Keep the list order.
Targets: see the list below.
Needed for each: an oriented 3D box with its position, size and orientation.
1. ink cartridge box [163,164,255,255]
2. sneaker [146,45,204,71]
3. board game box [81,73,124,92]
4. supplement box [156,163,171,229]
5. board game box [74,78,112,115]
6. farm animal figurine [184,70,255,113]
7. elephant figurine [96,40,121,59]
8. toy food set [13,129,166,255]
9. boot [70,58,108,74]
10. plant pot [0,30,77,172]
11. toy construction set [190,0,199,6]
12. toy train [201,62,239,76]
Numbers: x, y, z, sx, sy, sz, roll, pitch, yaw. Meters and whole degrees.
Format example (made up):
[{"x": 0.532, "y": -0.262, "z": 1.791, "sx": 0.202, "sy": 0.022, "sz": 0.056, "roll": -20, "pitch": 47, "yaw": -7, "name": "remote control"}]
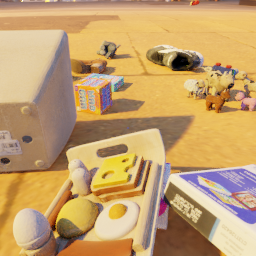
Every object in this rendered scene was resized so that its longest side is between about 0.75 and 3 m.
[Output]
[{"x": 2.114, "y": 1.301, "z": 3.798, "sx": 2.414, "sy": 0.567, "sz": 2.386, "roll": 4, "pitch": 19, "yaw": -40, "name": "ink cartridge box"}, {"x": 1.827, "y": -2.990, "z": 11.980, "sx": 2.616, "sy": 0.869, "sz": 1.184, "roll": 17, "pitch": 29, "yaw": 26, "name": "sneaker"}, {"x": -0.896, "y": -1.631, "z": 9.976, "sx": 1.269, "sy": 0.286, "sz": 0.965, "roll": 10, "pitch": 29, "yaw": 18, "name": "board game box"}, {"x": 0.404, "y": 1.043, "z": 4.539, "sx": 0.527, "sy": 0.538, "sz": 1.041, "roll": 4, "pitch": 29, "yaw": 7, "name": "supplement box"}, {"x": -0.979, "y": -0.934, "z": 8.084, "sx": 0.782, "sy": 0.782, "sz": 0.783, "roll": 10, "pitch": 29, "yaw": 19, "name": "board game box"}, {"x": 3.019, "y": -1.294, "z": 8.485, "sx": 2.018, "sy": 1.052, "sz": 1.996, "roll": -12, "pitch": 30, "yaw": -22, "name": "farm animal figurine"}, {"x": -1.005, "y": -3.921, "z": 13.945, "sx": 0.995, "sy": 0.907, "sz": 1.282, "roll": 27, "pitch": 9, "yaw": -9, "name": "elephant figurine"}, {"x": -0.548, "y": 0.879, "z": 3.883, "sx": 1.866, "sy": 0.785, "sz": 2.600, "roll": -14, "pitch": 24, "yaw": 20, "name": "toy food set"}, {"x": -1.675, "y": -2.696, "z": 11.674, "sx": 1.567, "sy": 0.601, "sz": 1.216, "roll": 8, "pitch": 30, "yaw": 11, "name": "boot"}, {"x": -2.366, "y": -0.429, "z": 5.664, "sx": 2.387, "sy": 2.389, "sz": 2.115, "roll": -3, "pitch": 38, "yaw": -6, "name": "plant pot"}, {"x": 1.816, "y": -4.027, "z": 7.474, "sx": 1.188, "sy": 1.424, "sz": 1.094, "roll": 10, "pitch": 18, "yaw": -7, "name": "toy construction set"}, {"x": 3.652, "y": -2.306, "z": 11.090, "sx": 0.756, "sy": 0.553, "sz": 1.306, "roll": -10, "pitch": 27, "yaw": -40, "name": "toy train"}]
